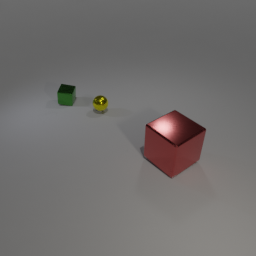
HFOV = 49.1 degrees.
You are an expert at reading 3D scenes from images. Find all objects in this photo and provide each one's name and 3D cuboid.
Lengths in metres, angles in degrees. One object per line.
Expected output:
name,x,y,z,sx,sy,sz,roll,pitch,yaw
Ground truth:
cube,-2.877,-1.556,13.169,0.700,0.700,0.700,9,44,0
cube,1.512,0.493,9.310,1.400,1.400,1.400,-26,45,-30
ball,-1.221,-1.102,12.420,0.700,0.700,0.700,0,33,0
